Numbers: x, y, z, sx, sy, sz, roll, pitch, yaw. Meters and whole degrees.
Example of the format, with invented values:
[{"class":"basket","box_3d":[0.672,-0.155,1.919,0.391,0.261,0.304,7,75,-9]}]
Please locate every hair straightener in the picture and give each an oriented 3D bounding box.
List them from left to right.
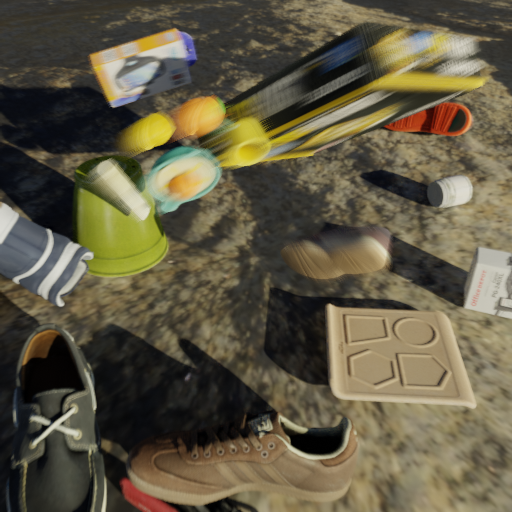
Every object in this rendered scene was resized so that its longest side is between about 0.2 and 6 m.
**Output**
[{"class":"hair straightener","box_3d":[-0.504,2.915,6.488,2.240,0.458,0.862,16,36,30]}]

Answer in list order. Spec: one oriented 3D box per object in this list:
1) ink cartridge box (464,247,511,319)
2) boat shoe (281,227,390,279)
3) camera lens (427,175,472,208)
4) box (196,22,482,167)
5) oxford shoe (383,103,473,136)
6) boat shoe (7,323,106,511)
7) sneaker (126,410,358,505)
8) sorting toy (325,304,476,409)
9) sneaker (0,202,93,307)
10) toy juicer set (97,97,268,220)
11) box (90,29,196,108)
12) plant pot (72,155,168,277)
[{"class":"ink cartridge box","box_3d":[4.315,0.516,9.472,1.386,1.007,0.578,12,37,16]},{"class":"boat shoe","box_3d":[1.103,-0.089,7.813,1.733,0.623,0.561,-7,39,48]},{"class":"camera lens","box_3d":[4.363,-1.447,12.587,0.819,0.655,0.655,-12,37,-17]},{"class":"box","box_3d":[1.285,-2.555,9.486,3.078,0.951,3.854,-13,0,-44]},{"class":"oxford shoe","box_3d":[4.654,-4.069,16.231,3.188,1.135,1.156,24,19,27]},{"class":"boat shoe","box_3d":[-2.564,2.216,7.003,1.178,1.109,3.279,-8,37,-14]},{"class":"sneaker","box_3d":[-0.123,2.227,6.649,2.727,1.030,0.960,6,23,-12]},{"class":"sorting toy","box_3d":[2.117,1.532,8.643,2.107,0.384,1.951,6,35,1]},{"class":"sneaker","box_3d":[-4.133,-0.041,10.168,1.202,1.860,3.429,-62,24,-10]},{"class":"toy juicer set","box_3d":[-1.319,-1.300,8.433,2.754,1.752,0.749,-30,60,24]},{"class":"box","box_3d":[-2.099,-3.663,10.919,1.922,1.144,0.399,-18,65,-3]},{"class":"plant pot","box_3d":[-2.731,-0.877,10.765,1.890,1.820,1.890,-1,35,0]}]
